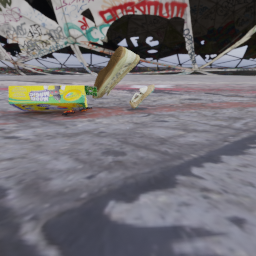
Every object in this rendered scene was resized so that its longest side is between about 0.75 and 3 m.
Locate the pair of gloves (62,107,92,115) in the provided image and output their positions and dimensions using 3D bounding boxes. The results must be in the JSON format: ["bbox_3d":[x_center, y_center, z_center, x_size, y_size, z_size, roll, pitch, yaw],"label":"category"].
[{"bbox_3d":[-1.613,-0.531,8.902,0.934,0.116,0.832,-13,2,-21],"label":"pair of gloves"}]

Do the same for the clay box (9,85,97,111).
[{"bbox_3d":[-2.342,-0.960,9.242,2.648,0.630,1.521,0,-4,-5],"label":"clay box"}]

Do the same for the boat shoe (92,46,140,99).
[{"bbox_3d":[-0.573,-1.938,10.791,0.840,0.982,2.680,16,-36,-28],"label":"boat shoe"}]

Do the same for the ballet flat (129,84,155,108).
[{"bbox_3d":[0.473,-1.184,10.043,0.374,1.145,0.404,35,16,-28],"label":"ballet flat"}]
